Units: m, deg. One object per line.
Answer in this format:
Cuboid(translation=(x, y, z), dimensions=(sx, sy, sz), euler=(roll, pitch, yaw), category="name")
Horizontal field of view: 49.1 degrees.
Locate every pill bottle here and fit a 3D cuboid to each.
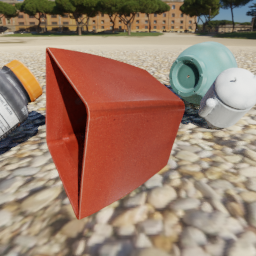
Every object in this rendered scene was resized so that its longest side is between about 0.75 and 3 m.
Cuboid(translation=(-3.031, -0.280, 5.620), dimensions=(1.413, 1.413, 2.660), euler=(21, 55, 44), category="pill bottle")

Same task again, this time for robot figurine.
Cuboid(translation=(2.736, -0.794, 7.595), dimensions=(1.783, 2.102, 1.187), euler=(-25, 69, -19), category="robot figurine")

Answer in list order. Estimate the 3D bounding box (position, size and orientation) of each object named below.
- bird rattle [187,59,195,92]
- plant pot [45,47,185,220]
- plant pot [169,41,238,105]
Cuboid(translation=(2.472, -1.728, 10.055), dimensions=(1.465, 1.797, 1.012), euler=(-36, 27, 29), category="bird rattle")
Cuboid(translation=(-0.268, -0.075, 4.899), dimensions=(1.844, 2.090, 2.092), euler=(-9, 39, -26), category="plant pot")
Cuboid(translation=(2.449, -1.875, 9.943), dimensions=(2.329, 2.329, 1.560), euler=(18, 23, 40), category="plant pot")
